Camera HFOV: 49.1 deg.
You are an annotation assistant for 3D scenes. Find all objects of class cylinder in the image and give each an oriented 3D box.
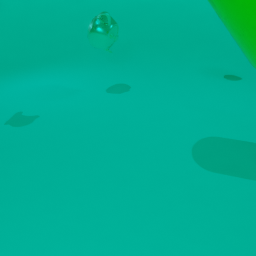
[{"bbox_3d":[1.764,-1.568,3.210,1.375,1.375,1.375,-34,33,26],"label":"cylinder"}]

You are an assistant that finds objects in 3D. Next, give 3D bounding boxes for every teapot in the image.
[{"bbox_3d":[-0.657,-2.742,8.227,0.805,1.645,1.023,28,66,11],"label":"teapot"}]
